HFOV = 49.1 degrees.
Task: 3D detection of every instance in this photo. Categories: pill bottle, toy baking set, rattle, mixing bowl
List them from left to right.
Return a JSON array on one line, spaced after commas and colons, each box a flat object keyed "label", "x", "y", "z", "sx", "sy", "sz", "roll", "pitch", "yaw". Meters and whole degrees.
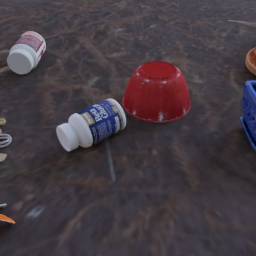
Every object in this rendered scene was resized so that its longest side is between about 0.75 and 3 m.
[{"label": "rattle", "x": -3.217, "y": 1.497, "z": 4.839, "sx": 1.994, "sy": 1.425, "sz": 1.298, "roll": -16, "pitch": 21, "yaw": -8}, {"label": "toy baking set", "x": -3.898, "y": 0.250, "z": 7.146, "sx": 1.627, "sy": 0.247, "sz": 2.119, "roll": -19, "pitch": 43, "yaw": -21}, {"label": "pill bottle", "x": -3.653, "y": -2.709, "z": 10.110, "sx": 0.981, "sy": 0.981, "sz": 1.718, "roll": 1, "pitch": 39, "yaw": 1}, {"label": "pill bottle", "x": -0.919, "y": -0.057, "z": 7.008, "sx": 1.606, "sy": 0.892, "sz": 0.892, "roll": -28, "pitch": 47, "yaw": -30}, {"label": "mixing bowl", "x": 0.867, "y": -1.243, "z": 8.260, "sx": 2.095, "sy": 1.135, "sz": 2.095, "roll": 0, "pitch": 39, "yaw": 0}]

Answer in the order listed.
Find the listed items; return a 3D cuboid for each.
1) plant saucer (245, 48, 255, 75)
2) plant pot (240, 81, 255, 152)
[{"label": "plant saucer", "x": 5.620, "y": -2.119, "z": 9.822, "sx": 2.877, "sy": 0.464, "sz": 2.877, "roll": 0, "pitch": 41, "yaw": 0}, {"label": "plant pot", "x": 3.648, "y": -0.222, "z": 6.856, "sx": 1.499, "sy": 1.348, "sz": 1.499, "roll": 0, "pitch": 40, "yaw": 1}]
